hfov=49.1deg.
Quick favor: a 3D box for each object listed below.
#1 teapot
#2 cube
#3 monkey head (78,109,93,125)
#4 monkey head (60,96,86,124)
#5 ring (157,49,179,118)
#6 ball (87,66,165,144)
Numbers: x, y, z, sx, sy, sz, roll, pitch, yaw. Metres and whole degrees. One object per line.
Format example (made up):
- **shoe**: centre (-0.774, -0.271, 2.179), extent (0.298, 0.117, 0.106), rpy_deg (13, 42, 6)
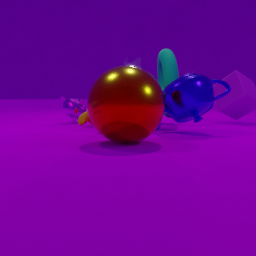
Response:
- **teapot**: centre (1.285, -0.533, 6.119), extent (1.937, 0.948, 1.204), rpy_deg (-25, -19, 9)
- **cube**: centre (3.425, -1.010, 8.865), extent (0.992, 0.992, 0.992), rpy_deg (19, -40, -34)
- **monkey head**: centre (-0.799, -0.592, 7.788), extent (1.402, 1.008, 0.845), rpy_deg (-29, -10, 31)
- **monkey head**: centre (-1.717, -0.536, 8.739), extent (0.668, 1.109, 0.798), rpy_deg (-14, -32, -32)
- **ring**: centre (1.152, -1.274, 8.120), extent (0.396, 1.978, 1.978), rpy_deg (-6, 6, 1)
- **ball**: centre (-0.030, -0.393, 4.799), extent (1.321, 1.321, 1.321), rpy_deg (0, 6, 0)
